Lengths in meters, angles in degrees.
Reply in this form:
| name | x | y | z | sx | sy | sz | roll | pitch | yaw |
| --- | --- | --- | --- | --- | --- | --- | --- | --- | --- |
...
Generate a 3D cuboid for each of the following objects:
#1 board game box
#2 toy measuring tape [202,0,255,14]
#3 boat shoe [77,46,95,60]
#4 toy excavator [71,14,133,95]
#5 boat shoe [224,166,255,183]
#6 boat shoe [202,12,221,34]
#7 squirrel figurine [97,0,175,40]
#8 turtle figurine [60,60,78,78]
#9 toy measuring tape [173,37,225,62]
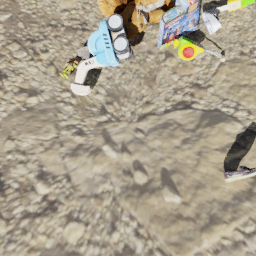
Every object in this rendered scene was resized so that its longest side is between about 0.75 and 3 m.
| name | x | y | z | sx | sy | sz | roll | pitch | yaw |
| --- | --- | --- | --- | --- | --- | --- | --- | --- | --- |
| board game box | 1.801 | -3.900 | 9.850 | 1.835 | 1.833 | 0.566 | -32 | 69 | -13 |
| toy measuring tape | 4.044 | -5.085 | 11.231 | 2.218 | 0.816 | 0.816 | -13 | 59 | 14 |
| boat shoe | -1.091 | -2.801 | 10.161 | 1.465 | 0.555 | 0.526 | -1 | 38 | 5 |
| toy excavator | -0.950 | -2.328 | 9.189 | 2.211 | 1.105 | 2.150 | -14 | 89 | 9 |
| boat shoe | 3.123 | 1.199 | 7.632 | 1.074 | 0.386 | 0.348 | -27 | 73 | 32 |
| boat shoe | 3.156 | -4.007 | 10.509 | 0.513 | 0.577 | 1.569 | -23 | 40 | 21 |
| squirrel figurine | 0.142 | -4.405 | 10.505 | 2.648 | 1.874 | 2.472 | 21 | 71 | 33 |
| turtle figurine | -1.960 | -2.088 | 9.756 | 0.975 | 0.314 | 0.786 | 26 | 67 | 30 |
| toy measuring tape | 2.472 | -2.641 | 10.053 | 1.970 | 0.725 | 0.725 | 21 | 61 | -10 |
